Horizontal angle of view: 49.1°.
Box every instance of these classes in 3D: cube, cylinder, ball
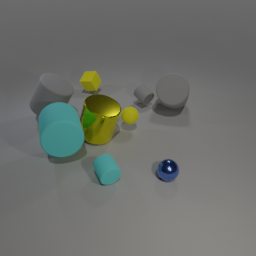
[{"bbox_3d":[-1.877,-2.363,14.107,0.700,0.700,0.700,3,56,27],"label":"cube"},{"bbox_3d":[-3.134,-1.277,11.500,1.400,1.400,1.400,25,32,-17],"label":"cylinder"},{"bbox_3d":[-0.668,1.307,8.855,0.700,0.700,0.700,-14,44,-21],"label":"cylinder"},{"bbox_3d":[1.280,1.341,8.945,0.700,0.700,0.700,0,33,0],"label":"ball"},{"bbox_3d":[-2.290,0.042,9.528,1.400,1.400,1.400,-9,33,-14],"label":"cylinder"},{"bbox_3d":[0.737,-1.557,13.003,0.700,0.700,0.700,-24,59,-32],"label":"cylinder"},{"bbox_3d":[0.075,-0.497,11.156,0.700,0.700,0.700,0,33,0],"label":"ball"},{"bbox_3d":[-1.096,-0.329,10.646,1.400,1.400,1.400,13,38,-10],"label":"cylinder"},{"bbox_3d":[1.996,-1.599,12.424,1.400,1.400,1.400,7,-2,11],"label":"cylinder"}]
